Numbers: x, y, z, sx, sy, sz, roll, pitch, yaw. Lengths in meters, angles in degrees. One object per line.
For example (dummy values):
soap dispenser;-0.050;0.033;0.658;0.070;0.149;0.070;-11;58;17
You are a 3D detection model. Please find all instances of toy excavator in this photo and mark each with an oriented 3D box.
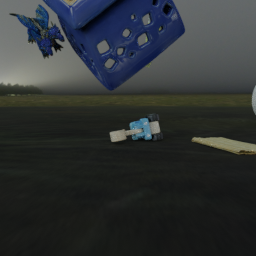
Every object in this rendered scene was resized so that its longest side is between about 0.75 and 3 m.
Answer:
toy excavator;0.145;0.060;4.893;0.893;0.446;0.868;-13;4;-1

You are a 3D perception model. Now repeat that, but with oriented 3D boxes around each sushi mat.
sushi mat;1.546;0.250;4.265;0.611;0.077;1.277;0;5;-16

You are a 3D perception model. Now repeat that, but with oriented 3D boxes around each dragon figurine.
dragon figurine;-2.259;-2.545;6.952;0.698;2.371;1.179;-33;-19;-15

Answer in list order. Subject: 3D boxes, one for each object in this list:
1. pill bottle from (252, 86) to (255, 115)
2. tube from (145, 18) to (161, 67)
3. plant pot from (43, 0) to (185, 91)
pill bottle;4.739;-0.751;7.180;1.516;1.516;2.675;-3;6;-28
tube;0.990;-3.611;11.351;0.665;2.293;0.595;3;14;-33
plant pot;-0.485;-2.904;6.857;2.543;2.542;2.286;50;-2;38
